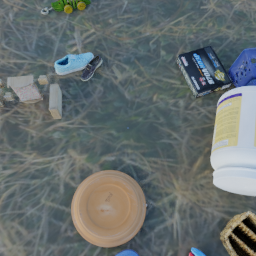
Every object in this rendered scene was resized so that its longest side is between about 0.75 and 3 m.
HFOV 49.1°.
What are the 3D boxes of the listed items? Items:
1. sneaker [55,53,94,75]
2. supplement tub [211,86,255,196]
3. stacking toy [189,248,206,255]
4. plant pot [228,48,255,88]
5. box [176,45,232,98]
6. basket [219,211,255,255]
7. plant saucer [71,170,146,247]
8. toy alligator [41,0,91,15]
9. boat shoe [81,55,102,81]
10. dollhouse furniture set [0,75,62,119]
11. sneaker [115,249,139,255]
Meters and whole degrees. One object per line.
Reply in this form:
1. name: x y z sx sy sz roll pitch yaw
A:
1. sneaker: -2.069 -2.584 10.836 1.610 0.660 0.595 -28 71 -11
2. supplement tub: 3.753 0.426 8.739 2.137 2.137 2.940 13 67 5
3. stacking toy: 1.724 4.263 7.911 0.912 0.863 1.572 40 83 23
4. plant pot: 4.747 -1.874 10.074 1.587 1.587 1.427 -4 72 -2
5. box: 2.900 -2.187 10.789 1.465 0.424 1.843 -17 68 -7
6. basket: 3.573 3.363 7.983 1.647 1.227 1.175 43 73 15
7. plant saucer: -0.598 2.453 8.758 2.352 0.380 2.352 0 66 -1
8. toy alligator: -2.704 -5.380 12.102 2.208 0.531 0.732 -18 67 -8
9. boat shoe: -1.443 -2.348 10.843 0.425 0.383 1.182 36 79 16
10. dollhouse furniture set: -3.691 -0.994 9.833 2.467 1.279 1.092 -5 65 -2
11. sneaker: -0.691 4.471 7.548 2.798 1.151 1.035 -40 71 -19
